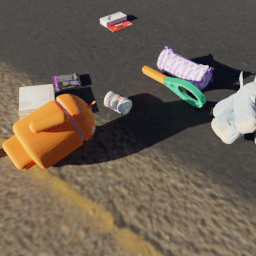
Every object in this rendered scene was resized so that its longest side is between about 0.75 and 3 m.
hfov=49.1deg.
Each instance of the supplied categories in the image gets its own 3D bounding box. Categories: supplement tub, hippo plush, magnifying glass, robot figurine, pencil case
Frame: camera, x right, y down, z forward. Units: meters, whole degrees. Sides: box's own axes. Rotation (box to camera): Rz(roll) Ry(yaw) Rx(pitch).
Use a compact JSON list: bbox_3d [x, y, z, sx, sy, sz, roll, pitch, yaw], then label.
[{"bbox_3d":[-0.362,-0.917,10.187,0.875,0.614,0.614,27,53,23],"label":"supplement tub"},{"bbox_3d":[4.130,-0.321,9.131,2.030,2.011,2.525,28,70,-14],"label":"hippo plush"},{"bbox_3d":[1.658,-1.644,10.553,0.333,1.185,2.977,-47,55,-5],"label":"magnifying glass"},{"bbox_3d":[-2.133,0.082,8.185,2.801,2.014,1.633,-36,49,-14],"label":"robot figurine"},{"bbox_3d":[2.278,-2.405,11.299,2.318,0.991,0.973,34,37,29],"label":"pencil case"}]

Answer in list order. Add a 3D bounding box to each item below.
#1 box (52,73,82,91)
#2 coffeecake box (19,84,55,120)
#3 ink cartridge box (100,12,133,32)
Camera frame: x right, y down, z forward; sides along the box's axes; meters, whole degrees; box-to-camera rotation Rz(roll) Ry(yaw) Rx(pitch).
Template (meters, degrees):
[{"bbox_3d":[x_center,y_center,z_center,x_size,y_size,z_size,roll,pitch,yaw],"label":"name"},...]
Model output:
[{"bbox_3d":[-2.482,-1.879,11.374,1.093,0.197,0.781,-12,49,-9],"label":"box"},{"bbox_3d":[-3.228,-0.841,10.069,1.210,0.576,1.577,-8,46,-12],"label":"coffeecake box"},{"bbox_3d":[-0.607,-5.638,14.811,1.337,0.299,1.178,-29,52,-24],"label":"ink cartridge box"}]
